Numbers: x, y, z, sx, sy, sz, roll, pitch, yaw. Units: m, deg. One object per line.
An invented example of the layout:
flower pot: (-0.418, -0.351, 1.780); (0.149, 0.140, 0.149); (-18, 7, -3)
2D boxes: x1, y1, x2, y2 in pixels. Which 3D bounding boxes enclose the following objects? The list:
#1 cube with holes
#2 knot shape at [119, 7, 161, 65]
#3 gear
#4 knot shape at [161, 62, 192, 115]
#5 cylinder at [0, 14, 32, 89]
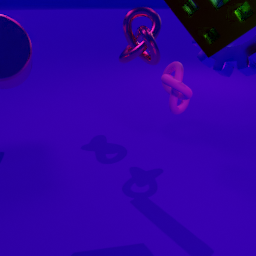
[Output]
cube with holes: (1.203, -1.858, 3.313); (1.209, 1.209, 1.209); (-31, 16, 41)
knot shape: (0.325, -2.341, 7.125); (0.703, 1.423, 1.521); (-1, 10, -37)
gear: (1.898, -1.732, 4.641); (0.320, 1.732, 1.732); (14, 10, -43)
knot shape: (1.012, -0.852, 5.881); (0.517, 1.120, 1.048); (-16, 1, 8)
cylinder: (-2.829, -1.610, 6.173); (1.358, 1.358, 1.358); (-9, 4, -19)
